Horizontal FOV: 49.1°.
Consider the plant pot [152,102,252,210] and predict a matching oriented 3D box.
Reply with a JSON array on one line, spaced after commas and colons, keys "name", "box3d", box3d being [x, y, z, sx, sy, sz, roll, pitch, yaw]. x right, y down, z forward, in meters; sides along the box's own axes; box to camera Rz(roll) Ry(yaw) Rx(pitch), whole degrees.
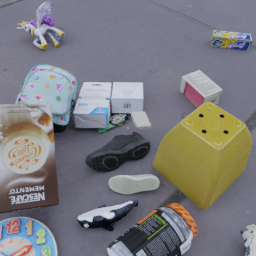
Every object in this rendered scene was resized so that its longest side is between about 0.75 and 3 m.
[{"name": "plant pot", "box3d": [2.279, 0.562, 8.321, 2.184, 2.249, 2.198, -35, 57, -26]}]

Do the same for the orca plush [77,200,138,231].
[{"name": "orca plush", "box3d": [-0.496, 2.540, 7.875, 1.740, 0.619, 0.915, -17, 7, -19]}]

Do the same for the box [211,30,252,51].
[{"name": "box", "box3d": [4.996, -4.249, 13.578, 1.820, 0.585, 0.638, 9, 49, 8]}]

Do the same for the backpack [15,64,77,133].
[{"name": "backpack", "box3d": [-2.678, -1.116, 9.441, 1.858, 1.620, 2.113, 15, 58, -12]}]

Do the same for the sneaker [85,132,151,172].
[{"name": "sneaker", "box3d": [-0.390, 0.739, 9.244, 2.183, 0.829, 0.991, -15, 40, -21]}]

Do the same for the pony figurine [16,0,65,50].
[{"name": "pony figurine", "box3d": [-4.086, -4.856, 13.641, 2.102, 1.750, 2.029, 43, 69, 13]}]

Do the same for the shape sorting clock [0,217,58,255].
[{"name": "shape sorting clock", "box3d": [-2.959, 3.379, 7.062, 2.316, 0.454, 2.316, 0, 49, 0]}]

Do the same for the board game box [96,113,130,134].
[{"name": "board game box", "box3d": [-0.626, -0.246, 10.415, 1.253, 0.147, 0.656, -23, 55, -19]}]

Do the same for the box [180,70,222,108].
[{"name": "box", "box3d": [2.850, -1.491, 11.065, 0.904, 0.770, 1.413, -23, 53, -19]}]

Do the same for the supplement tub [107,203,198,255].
[{"name": "supplement tub", "box3d": [0.649, 2.869, 6.962, 2.088, 1.280, 1.280, -29, 55, -23]}]

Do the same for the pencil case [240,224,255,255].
[{"name": "pencil case", "box3d": [3.185, 3.530, 6.600, 1.019, 0.886, 2.278, 29, 48, -17]}]

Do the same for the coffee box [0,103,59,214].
[{"name": "coffee box", "box3d": [-2.746, 0.798, 7.557, 1.563, 1.089, 2.733, -4, 75, -19]}]

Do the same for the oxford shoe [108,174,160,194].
[{"name": "oxford shoe", "box3d": [0.186, 1.682, 8.572, 1.560, 0.587, 0.451, -4, 8, 6]}]

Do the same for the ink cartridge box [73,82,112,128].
[{"name": "ink cartridge box", "box3d": [-1.245, -0.898, 10.498, 1.187, 0.694, 2.046, 2, 41, 3]}]

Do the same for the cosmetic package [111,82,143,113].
[{"name": "cosmetic package", "box3d": [-0.011, -1.166, 10.717, 1.172, 0.723, 1.176, 1, 40, 1]}]

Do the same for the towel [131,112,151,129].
[{"name": "towel", "box3d": [0.423, -0.264, 9.163, 0.519, 0.135, 0.784, -1, 43, -17]}]
